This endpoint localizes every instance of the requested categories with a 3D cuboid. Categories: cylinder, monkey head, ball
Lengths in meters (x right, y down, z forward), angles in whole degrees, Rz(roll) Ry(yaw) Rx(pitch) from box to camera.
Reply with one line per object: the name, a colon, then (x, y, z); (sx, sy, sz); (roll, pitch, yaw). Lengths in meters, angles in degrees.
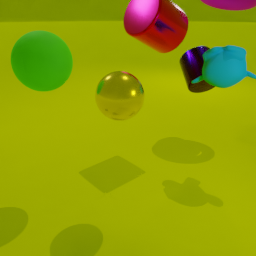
cylinder: (0.650, -2.449, 6.492); (1.103, 1.103, 1.103); (14, 8, -45)
cylinder: (1.982, -1.593, 7.706); (0.931, 0.931, 0.931); (-6, 65, -14)
monkey head: (2.054, -1.264, 5.875); (1.391, 0.838, 1.000); (2, 10, 32)
ball: (-0.133, -0.518, 4.552); (0.804, 0.804, 0.804); (0, 23, 0)
ball: (-1.479, -1.148, 4.854); (1.028, 1.028, 1.028); (0, 23, 0)

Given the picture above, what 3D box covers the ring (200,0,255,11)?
ring: (2.697, -3.563, 7.485); (1.647, 0.329, 1.647); (1, 43, -1)
